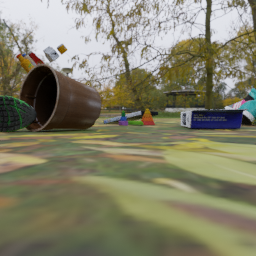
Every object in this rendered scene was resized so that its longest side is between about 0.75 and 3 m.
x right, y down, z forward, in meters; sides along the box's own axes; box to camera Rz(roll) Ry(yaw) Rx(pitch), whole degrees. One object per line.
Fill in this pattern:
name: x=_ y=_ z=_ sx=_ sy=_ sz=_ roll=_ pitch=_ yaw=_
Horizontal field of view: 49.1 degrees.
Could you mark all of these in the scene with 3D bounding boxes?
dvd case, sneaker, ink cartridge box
dvd case: x=0.140 y=-0.492 z=13.328 sx=2.195 sy=0.193 sz=1.566 roll=-13 pitch=-5 yaw=34
sneaker: x=-3.152 y=-0.344 z=7.049 sx=2.180 sy=0.851 sz=0.929 roll=1 pitch=2 yaw=25
ink cartridge box: x=2.580 y=-0.284 z=8.948 sx=1.491 sy=0.588 sz=2.999 roll=0 pitch=1 yaw=5
sneaker: x=5.056 y=-0.973 z=11.777 sx=1.508 sy=1.044 sz=2.498 roll=-43 pitch=7 yaw=4

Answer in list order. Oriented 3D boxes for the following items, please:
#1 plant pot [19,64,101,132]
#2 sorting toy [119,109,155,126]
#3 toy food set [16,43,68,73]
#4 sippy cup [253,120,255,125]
plant pot: x=-1.671 y=-0.654 z=7.319 sx=1.651 sy=1.651 sz=1.634 roll=2 pitch=-4 yaw=40
sorting toy: x=0.378 y=-0.461 z=11.603 sx=0.716 sy=0.712 sz=2.066 roll=2 pitch=3 yaw=41
toy food set: x=-3.158 y=-2.637 z=10.159 sx=1.876 sy=0.844 sz=0.896 roll=-48 pitch=21 yaw=-29
sippy cup: x=5.556 y=-0.417 z=12.282 sx=0.613 sy=0.657 sz=0.836 roll=11 pitch=13 yaw=5
